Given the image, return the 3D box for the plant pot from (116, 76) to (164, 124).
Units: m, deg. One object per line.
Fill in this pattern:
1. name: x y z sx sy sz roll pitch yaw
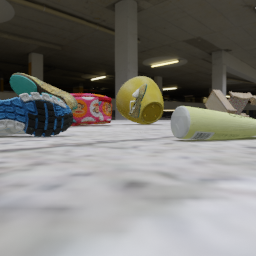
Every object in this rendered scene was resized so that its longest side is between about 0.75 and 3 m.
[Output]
1. plant pot: 0.812 -1.102 13.648 2.362 2.362 1.677 -1 31 -27

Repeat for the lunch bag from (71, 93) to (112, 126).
1. lunch bag: -2.186 -0.633 11.456 2.977 1.220 2.623 0 -3 -11

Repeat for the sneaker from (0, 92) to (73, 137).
1. sneaker: -1.858 -0.180 4.576 1.872 0.702 0.811 0 -3 -17

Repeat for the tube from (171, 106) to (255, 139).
1. tube: 1.406 -0.029 3.966 1.692 0.439 0.491 4 38 -25

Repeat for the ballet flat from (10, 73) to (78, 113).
1. ballet flat: -2.819 -1.143 9.525 2.689 0.951 0.951 27 13 22

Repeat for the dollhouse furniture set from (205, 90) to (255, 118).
1. dollhouse furniture set: 3.945 -0.448 9.743 2.473 1.282 1.095 1 44 -21

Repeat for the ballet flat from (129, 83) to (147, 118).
1. ballet flat: 0.242 -0.749 7.563 0.359 1.016 0.359 13 22 -5
